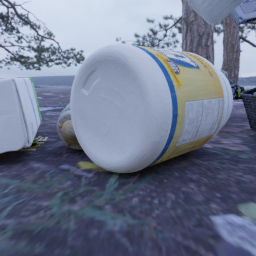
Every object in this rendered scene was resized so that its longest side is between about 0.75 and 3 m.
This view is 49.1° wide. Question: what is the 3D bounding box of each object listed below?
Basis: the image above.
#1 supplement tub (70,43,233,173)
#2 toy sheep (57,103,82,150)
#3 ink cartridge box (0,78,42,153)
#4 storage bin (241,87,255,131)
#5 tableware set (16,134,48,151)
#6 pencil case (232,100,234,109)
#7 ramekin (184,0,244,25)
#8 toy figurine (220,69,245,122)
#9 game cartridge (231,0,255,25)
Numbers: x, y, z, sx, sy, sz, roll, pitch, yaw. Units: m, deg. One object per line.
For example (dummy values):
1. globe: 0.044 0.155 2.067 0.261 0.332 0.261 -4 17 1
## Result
1. supplement tub: 0.503 -0.375 4.550 1.757 1.757 2.430 9 13 41
2. toy sheep: -0.774 -0.112 5.349 1.065 1.065 1.545 3 17 19
3. ink cartridge box: -2.786 -0.276 5.264 1.945 1.128 2.686 -11 12 -12
4. storage bin: 3.728 -0.505 6.323 1.488 1.032 2.201 -19 10 4
5. tableware set: -2.138 0.239 5.704 0.821 0.187 1.218 -1 10 -3
6. pencil case: 1.995 -0.957 9.611 2.867 1.203 1.225 -1 7 -9
7. ramekin: 1.504 -3.165 5.845 2.132 1.039 2.132 36 24 -19
8. toy figurine: 2.474 -0.966 8.299 1.044 1.477 1.501 1 44 -28
9. game cartridge: 3.493 -3.531 8.043 1.450 0.965 0.296 -19 -7 -20
